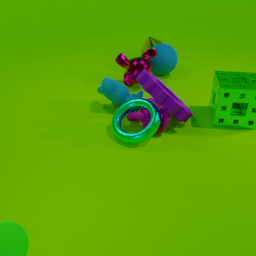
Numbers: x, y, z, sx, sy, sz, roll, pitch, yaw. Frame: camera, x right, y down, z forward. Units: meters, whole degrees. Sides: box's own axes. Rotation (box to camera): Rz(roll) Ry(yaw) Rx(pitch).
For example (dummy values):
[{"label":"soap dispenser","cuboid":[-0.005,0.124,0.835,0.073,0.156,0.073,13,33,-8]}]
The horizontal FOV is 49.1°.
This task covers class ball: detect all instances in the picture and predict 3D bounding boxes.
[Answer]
[{"label":"ball","cuboid":[1.460,-2.943,12.051,1.334,1.334,1.334,0,34,0]}]

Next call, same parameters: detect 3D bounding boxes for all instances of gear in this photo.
[{"label":"gear","cuboid":[1.157,-1.021,8.853,2.079,0.385,2.079,39,16,-13]}]

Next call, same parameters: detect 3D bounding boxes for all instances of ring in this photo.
[{"label":"ring","cuboid":[0.225,-0.233,8.355,1.557,0.311,1.557,-11,55,16]}]

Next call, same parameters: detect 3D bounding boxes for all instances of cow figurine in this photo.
[{"label":"cow figurine","cuboid":[-0.222,-1.112,9.425,1.542,0.847,1.518,32,-3,-23]}]

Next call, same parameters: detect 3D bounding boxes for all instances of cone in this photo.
[{"label":"cone","cuboid":[1.082,-3.923,13.015,1.194,1.198,1.194,-4,73,13]}]

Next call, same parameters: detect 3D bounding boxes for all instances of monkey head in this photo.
[{"label":"monkey head","cuboid":[0.224,-2.449,11.050,1.979,1.424,1.193,-51,14,-16]}]

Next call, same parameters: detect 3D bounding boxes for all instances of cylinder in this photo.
[{"label":"cylinder","cuboid":[-2.093,1.903,4.467,0.724,0.724,0.724,-24,17,38]}]

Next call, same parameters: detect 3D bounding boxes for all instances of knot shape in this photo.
[{"label":"knot shape","cuboid":[0.603,-0.382,8.810,1.308,0.646,1.397,-5,36,0]}]

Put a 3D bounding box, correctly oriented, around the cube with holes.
[{"label":"cube with holes","cuboid":[3.453,-0.931,9.027,1.344,1.344,1.344,4,34,7]}]
